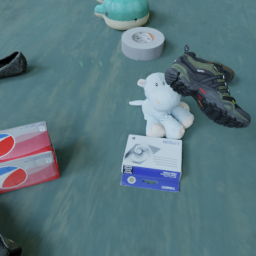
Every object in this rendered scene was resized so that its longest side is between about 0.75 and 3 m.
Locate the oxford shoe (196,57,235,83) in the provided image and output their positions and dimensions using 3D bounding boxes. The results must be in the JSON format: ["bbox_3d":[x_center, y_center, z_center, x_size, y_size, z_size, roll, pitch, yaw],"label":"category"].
[{"bbox_3d":[2.502,-1.758,8.413,1.433,0.521,0.605,31,39,23],"label":"oxford shoe"}]

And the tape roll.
[{"bbox_3d":[0.493,-2.826,9.364,1.415,0.467,1.415,0,48,0],"label":"tape roll"}]

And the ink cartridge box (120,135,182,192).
[{"bbox_3d":[0.535,0.730,6.159,1.275,0.259,1.277,6,47,5],"label":"ink cartridge box"}]

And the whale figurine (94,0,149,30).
[{"bbox_3d":[-0.301,-4.824,10.599,2.130,1.389,2.677,-19,50,-17],"label":"whale figurine"}]

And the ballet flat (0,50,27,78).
[{"bbox_3d":[-4.249,-1.692,8.112,2.573,0.731,0.855,-20,50,-18],"label":"ballet flat"}]

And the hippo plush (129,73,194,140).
[{"bbox_3d":[0.918,-0.689,6.728,1.357,1.369,1.703,-13,48,-12],"label":"hippo plush"}]

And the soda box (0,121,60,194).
[{"bbox_3d":[-2.914,0.772,5.611,2.845,0.996,0.902,-14,48,-13],"label":"soda box"}]

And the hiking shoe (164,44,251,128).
[{"bbox_3d":[1.609,-0.746,5.100,1.836,0.695,0.924,36,77,-8],"label":"hiking shoe"}]

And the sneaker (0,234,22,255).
[{"bbox_3d":[-2.369,2.040,4.602,1.099,0.807,2.429,-22,54,-23],"label":"sneaker"}]
